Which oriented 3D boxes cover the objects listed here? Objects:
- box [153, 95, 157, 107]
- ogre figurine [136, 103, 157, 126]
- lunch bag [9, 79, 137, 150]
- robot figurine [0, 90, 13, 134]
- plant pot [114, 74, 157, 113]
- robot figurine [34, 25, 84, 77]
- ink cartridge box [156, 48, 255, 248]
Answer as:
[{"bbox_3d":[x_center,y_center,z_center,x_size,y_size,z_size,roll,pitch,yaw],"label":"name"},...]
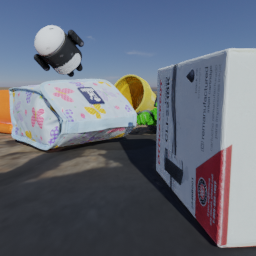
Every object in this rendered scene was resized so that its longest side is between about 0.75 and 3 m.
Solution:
[{"bbox_3d":[2.459,-1.092,10.253,2.278,0.630,2.844,20,-18,-9],"label":"box"},{"bbox_3d":[1.535,-0.494,9.314,2.742,1.345,1.644,-31,2,-9],"label":"ogre figurine"},{"bbox_3d":[-1.477,-0.420,7.581,2.424,1.817,2.859,-9,16,-42],"label":"lunch bag"},{"bbox_3d":[-3.999,-0.652,10.158,2.615,1.525,1.881,2,7,16],"label":"robot figurine"},{"bbox_3d":[0.493,-1.471,14.644,2.164,2.164,2.036,6,-5,35],"label":"plant pot"},{"bbox_3d":[-2.724,-3.048,11.217,1.364,1.643,2.186,17,-18,36],"label":"robot figurine"},{"bbox_3d":[1.187,0.039,3.831,1.093,1.883,2.609,-1,8,-7],"label":"ink cartridge box"}]
